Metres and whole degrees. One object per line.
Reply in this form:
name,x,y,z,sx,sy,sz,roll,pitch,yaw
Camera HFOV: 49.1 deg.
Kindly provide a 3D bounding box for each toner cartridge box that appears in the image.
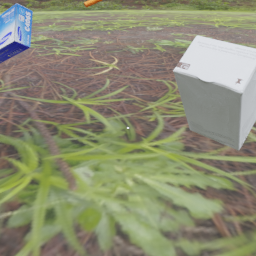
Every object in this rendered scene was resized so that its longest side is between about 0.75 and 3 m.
toner cartridge box,-2.853,-1.988,6.292,1.825,0.867,0.394,-10,-14,37

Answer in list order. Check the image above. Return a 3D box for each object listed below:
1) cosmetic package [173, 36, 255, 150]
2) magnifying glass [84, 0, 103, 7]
cosmetic package,0.704,-0.228,2.147,0.499,0.885,0.359,26,72,29
magnifying glass,-0.604,-3.599,7.622,1.279,0.143,0.509,-31,51,-12
